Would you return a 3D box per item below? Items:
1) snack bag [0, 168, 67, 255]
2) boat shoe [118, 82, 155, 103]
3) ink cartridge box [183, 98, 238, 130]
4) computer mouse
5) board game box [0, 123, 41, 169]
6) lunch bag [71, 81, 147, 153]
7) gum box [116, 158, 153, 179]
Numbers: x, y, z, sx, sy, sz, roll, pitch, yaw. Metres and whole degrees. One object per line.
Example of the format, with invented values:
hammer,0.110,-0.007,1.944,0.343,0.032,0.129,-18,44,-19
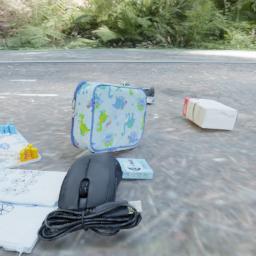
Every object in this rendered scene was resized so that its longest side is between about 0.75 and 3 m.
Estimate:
snack bag,-2.100,1.270,4.894,1.953,0.222,2.071,3,20,11
boat shoe,-0.084,-1.543,11.790,2.417,0.825,0.892,6,10,10
ink cartridge box,2.604,-0.485,9.057,1.135,0.661,1.558,4,15,-13
computer mouse,-0.578,0.911,4.750,1.518,0.578,2.192,-10,18,2
board game box,-3.774,0.521,6.921,2.499,0.323,2.499,-13,24,-33
lunch bag,-0.420,-0.237,6.690,0.833,1.623,2.019,10,9,37
gum box,0.077,0.860,6.022,0.768,0.171,0.652,4,18,-16
